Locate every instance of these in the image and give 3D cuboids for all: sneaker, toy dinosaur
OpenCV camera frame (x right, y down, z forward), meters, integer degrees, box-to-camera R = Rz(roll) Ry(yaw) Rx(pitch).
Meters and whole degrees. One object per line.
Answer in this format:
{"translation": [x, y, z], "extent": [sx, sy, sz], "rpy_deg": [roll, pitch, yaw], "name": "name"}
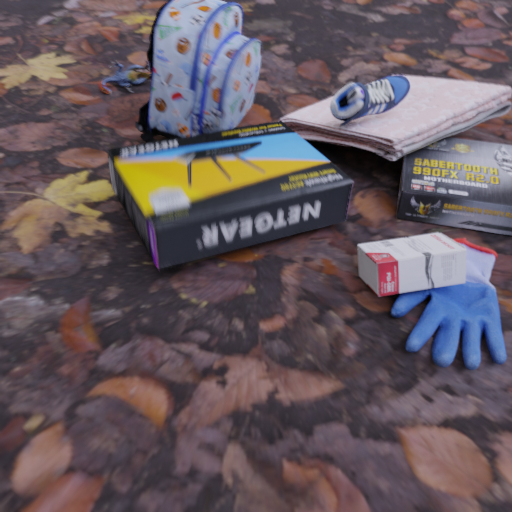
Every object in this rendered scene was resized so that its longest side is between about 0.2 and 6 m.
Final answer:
{"translation": [2.121, -2.956, 10.389], "extent": [1.548, 0.624, 1.134], "rpy_deg": [-19, 1, 16], "name": "sneaker"}
{"translation": [-3.363, -4.518, 14.519], "extent": [1.341, 0.776, 1.478], "rpy_deg": [-16, 5, 0], "name": "toy dinosaur"}

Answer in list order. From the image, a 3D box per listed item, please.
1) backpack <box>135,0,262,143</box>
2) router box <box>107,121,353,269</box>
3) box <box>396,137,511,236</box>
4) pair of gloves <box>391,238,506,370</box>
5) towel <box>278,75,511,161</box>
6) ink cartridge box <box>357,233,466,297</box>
{"translation": [-1.158, -4.022, 11.971], "extent": [2.268, 2.804, 2.944], "rpy_deg": [12, 42, 11], "name": "backpack"}
{"translation": [-0.511, -1.256, 9.944], "extent": [3.568, 0.911, 2.661], "rpy_deg": [-15, 41, -22], "name": "router box"}
{"translation": [4.160, -1.374, 10.597], "extent": [2.784, 0.673, 2.205], "rpy_deg": [11, 42, 11], "name": "box"}
{"translation": [3.908, 0.932, 8.183], "extent": [3.558, 0.405, 2.860], "rpy_deg": [18, 45, 21], "name": "pair of gloves"}
{"translation": [2.908, -3.077, 12.050], "extent": [3.703, 0.597, 3.537], "rpy_deg": [-26, 32, -26], "name": "towel"}
{"translation": [2.382, 0.118, 8.672], "extent": [1.388, 0.575, 1.018], "rpy_deg": [-8, 18, -5], "name": "ink cartridge box"}
